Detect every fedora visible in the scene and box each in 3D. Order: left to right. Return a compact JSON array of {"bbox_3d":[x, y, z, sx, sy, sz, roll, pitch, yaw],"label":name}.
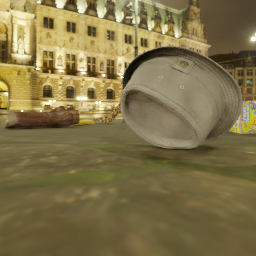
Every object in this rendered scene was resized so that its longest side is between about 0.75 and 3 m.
[{"bbox_3d":[0.611,-0.260,4.008,1.826,1.615,0.825,33,46,5],"label":"fedora"}]

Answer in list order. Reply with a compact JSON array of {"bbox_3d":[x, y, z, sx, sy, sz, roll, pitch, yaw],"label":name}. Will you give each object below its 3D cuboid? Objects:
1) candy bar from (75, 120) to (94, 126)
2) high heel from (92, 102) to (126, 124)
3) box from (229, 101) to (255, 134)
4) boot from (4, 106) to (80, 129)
[{"bbox_3d":[-2.203,-0.259,13.309,0.563,0.250,2.258,4,3,13],"label":"candy bar"},{"bbox_3d":[-0.987,-0.950,15.577,1.983,1.413,0.708,0,3,-3],"label":"high heel"},{"bbox_3d":[3.601,-0.318,7.814,1.379,0.873,1.431,0,3,4],"label":"box"},{"bbox_3d":[-3.644,-0.385,11.024,2.702,0.868,2.518,-8,5,-39],"label":"boot"}]
